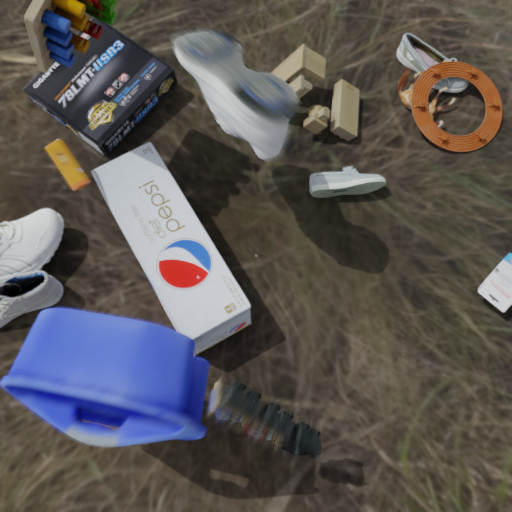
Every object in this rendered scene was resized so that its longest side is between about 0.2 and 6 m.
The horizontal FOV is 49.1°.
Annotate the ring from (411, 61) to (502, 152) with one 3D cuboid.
[{"bbox_3d":[4.644,-3.468,12.873,2.213,0.212,2.213,1,82,-7],"label":"ring"}]

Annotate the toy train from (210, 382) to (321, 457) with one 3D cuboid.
[{"bbox_3d":[0.139,2.405,8.096,0.590,2.575,0.439,-18,49,29],"label":"toy train"}]

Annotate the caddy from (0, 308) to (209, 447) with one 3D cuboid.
[{"bbox_3d":[-2.069,1.884,7.941,2.954,2.089,1.551,7,64,13],"label":"caddy"}]

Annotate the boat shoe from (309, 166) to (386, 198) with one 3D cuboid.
[{"bbox_3d":[1.976,-1.680,12.237,1.660,0.579,0.591,-6,72,1],"label":"boat shoe"}]

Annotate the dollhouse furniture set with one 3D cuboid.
[{"bbox_3d":[1.280,-3.539,13.149,1.742,1.419,1.657,20,65,-30],"label":"dollhouse furniture set"}]

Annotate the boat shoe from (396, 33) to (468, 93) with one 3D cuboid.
[{"bbox_3d":[4.236,-4.610,13.417,0.710,0.617,1.926,-43,74,-16],"label":"boat shoe"}]

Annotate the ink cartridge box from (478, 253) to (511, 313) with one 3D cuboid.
[{"bbox_3d":[5.038,0.599,11.400,0.681,0.392,1.175,42,74,15],"label":"ink cartridge box"}]

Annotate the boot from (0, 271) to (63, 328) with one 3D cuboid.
[{"bbox_3d":[-4.947,0.842,10.964,2.117,1.012,0.779,-24,70,-9],"label":"boot"}]

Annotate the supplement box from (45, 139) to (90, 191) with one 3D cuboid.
[{"bbox_3d":[-3.538,-1.708,10.534,0.317,0.328,0.954,-31,100,3],"label":"supplement box"}]

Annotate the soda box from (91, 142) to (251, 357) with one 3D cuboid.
[{"bbox_3d":[-1.696,-0.153,11.214,1.406,1.314,4.127,-29,71,-11],"label":"soda box"}]

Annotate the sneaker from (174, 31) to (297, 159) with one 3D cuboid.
[{"bbox_3d":[-0.511,-2.756,9.448,1.112,1.300,2.985,-23,58,-23],"label":"sneaker"}]

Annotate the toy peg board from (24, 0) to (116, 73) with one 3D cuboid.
[{"bbox_3d":[-3.035,-4.069,9.496,0.841,1.720,1.713,23,76,-9],"label":"toy peg board"}]

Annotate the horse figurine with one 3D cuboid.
[{"bbox_3d":[3.881,-3.676,13.105,1.598,0.399,1.059,42,91,7],"label":"horse figurine"}]

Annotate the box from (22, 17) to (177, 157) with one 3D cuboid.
[{"bbox_3d":[-3.610,-3.981,13.047,2.543,0.636,2.562,38,78,12],"label":"box"}]

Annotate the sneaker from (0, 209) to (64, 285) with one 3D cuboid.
[{"bbox_3d":[-5.351,-0.109,10.904,3.224,1.602,1.256,-35,46,-15],"label":"sneaker"}]
